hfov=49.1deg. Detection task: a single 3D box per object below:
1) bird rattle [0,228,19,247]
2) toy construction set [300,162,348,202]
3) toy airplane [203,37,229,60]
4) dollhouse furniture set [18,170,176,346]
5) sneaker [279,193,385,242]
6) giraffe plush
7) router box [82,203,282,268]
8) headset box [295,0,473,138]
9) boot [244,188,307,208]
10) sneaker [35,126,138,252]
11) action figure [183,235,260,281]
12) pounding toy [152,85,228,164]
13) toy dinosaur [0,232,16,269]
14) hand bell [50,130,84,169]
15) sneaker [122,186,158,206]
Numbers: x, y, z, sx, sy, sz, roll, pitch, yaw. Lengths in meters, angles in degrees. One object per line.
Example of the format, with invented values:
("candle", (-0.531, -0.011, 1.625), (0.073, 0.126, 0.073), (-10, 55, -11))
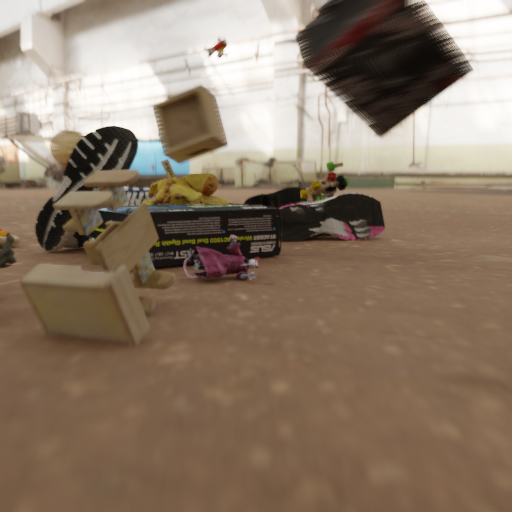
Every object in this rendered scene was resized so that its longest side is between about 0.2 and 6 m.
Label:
("bird rattle", (-5.287, -0.328, 11.396), (0.889, 0.614, 1.090), (11, -5, -3))
("toy construction set", (1.498, -1.211, 14.357), (1.527, 1.658, 1.988), (-13, -10, -6))
("toy airplane", (-0.871, -4.496, 12.326), (0.566, 0.401, 0.569), (-11, 48, 3))
("dollhouse furniture set", (-1.335, 0.068, 5.607), (1.050, 1.385, 1.580), (2, 35, 24))
("sneaker", (1.557, -0.909, 12.799), (2.691, 1.081, 1.162), (0, 7, -8))
("giraffe plush", (-1.600, -1.138, 12.129), (1.658, 1.921, 1.558), (-38, 13, 13))
("router box", (-1.360, -0.446, 10.144), (2.964, 0.921, 2.221), (-6, 11, -34))
("headset box", (1.990, -3.326, 8.998), (1.849, 0.960, 2.485), (-36, -45, 29))
("boot", (1.308, -1.686, 17.836), (3.025, 1.047, 2.634), (3, 9, 33))
("sneaker", (-3.060, -1.256, 10.655), (1.159, 2.897, 1.068), (2, 46, -56))
("action figure", (-0.418, 0.170, 8.040), (1.060, 0.710, 0.789), (3, -29, -27))
("pounding toy", (-1.602, -2.945, 12.700), (1.595, 1.468, 1.134), (-18, -11, 16))
("toy dinosaur", (-3.611, 0.238, 6.640), (2.928, 0.695, 1.290), (7, 27, 31))
("hand bell", (-3.913, -2.062, 11.784), (0.859, 0.859, 1.650), (-3, 24, -16))
("sneaker", (-2.985, -1.316, 14.971), (1.846, 1.193, 3.403), (5, 7, 41))
